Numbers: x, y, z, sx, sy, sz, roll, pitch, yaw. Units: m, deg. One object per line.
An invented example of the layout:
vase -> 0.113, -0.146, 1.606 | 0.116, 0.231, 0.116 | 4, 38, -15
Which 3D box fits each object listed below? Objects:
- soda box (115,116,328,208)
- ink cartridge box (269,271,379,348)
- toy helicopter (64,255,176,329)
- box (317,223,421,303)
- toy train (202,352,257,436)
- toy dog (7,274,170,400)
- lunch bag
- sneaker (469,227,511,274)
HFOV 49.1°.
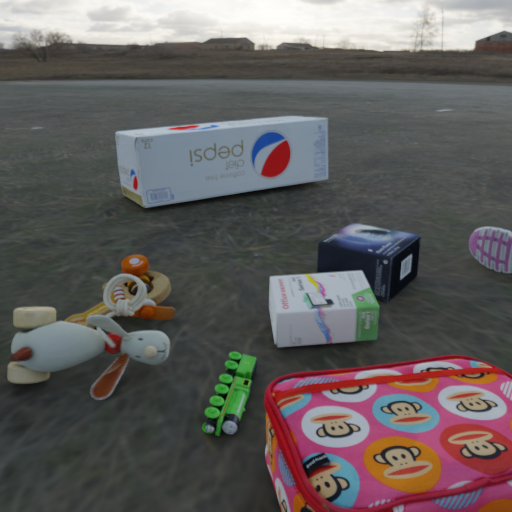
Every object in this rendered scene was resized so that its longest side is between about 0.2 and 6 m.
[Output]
soda box -> -0.675, -2.276, 12.889 | 4.724, 1.504, 1.609 | -12, 20, -27
ink cartridge box -> 0.782, 0.624, 6.786 | 1.200, 0.504, 0.869 | -4, 28, -3
toy helicopter -> -1.728, 0.656, 7.155 | 0.999, 0.596, 1.511 | 29, 45, 35
box -> 1.654, 0.049, 8.247 | 1.144, 0.711, 1.153 | 13, 25, 32
toy train -> -0.231, 1.357, 5.586 | 0.349, 0.258, 1.236 | 13, 23, 5
toy dog -> -1.792, 0.926, 5.711 | 1.680, 1.108, 0.809 | -18, 8, -5
lunch bag -> 1.207, 1.493, 4.448 | 2.240, 0.918, 1.973 | -4, 17, -12
sneaker -> 4.183, -0.054, 8.704 | 1.648, 0.663, 0.729 | 17, 20, 26
